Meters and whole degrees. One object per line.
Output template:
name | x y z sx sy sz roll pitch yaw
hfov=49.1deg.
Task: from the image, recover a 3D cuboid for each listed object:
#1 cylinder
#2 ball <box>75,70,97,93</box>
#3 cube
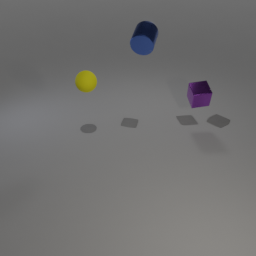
cylinder | 0.472 -2.593 8.091 0.700 0.700 0.700 8 55 14
ball | -1.350 -1.495 9.018 0.700 0.700 0.700 0 30 0
cube | 2.680 -1.265 10.555 0.700 0.700 0.700 -8 52 -3
